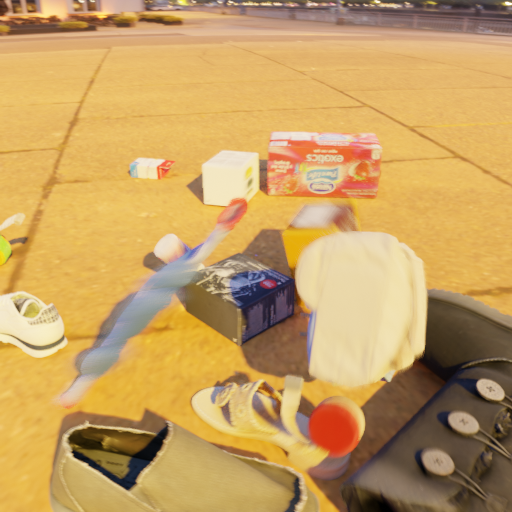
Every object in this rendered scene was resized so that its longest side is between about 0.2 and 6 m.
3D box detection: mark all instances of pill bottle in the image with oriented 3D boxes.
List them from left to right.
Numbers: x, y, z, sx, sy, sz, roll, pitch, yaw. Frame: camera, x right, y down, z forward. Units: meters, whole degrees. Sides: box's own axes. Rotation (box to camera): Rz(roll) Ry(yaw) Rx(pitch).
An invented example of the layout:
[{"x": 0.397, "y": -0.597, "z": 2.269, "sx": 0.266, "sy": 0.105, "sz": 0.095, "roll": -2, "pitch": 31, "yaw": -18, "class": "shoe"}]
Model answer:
[{"x": -1.319, "y": 0.054, "z": 9.809, "sx": 0.484, "sy": 0.870, "sz": 0.484, "roll": -27, "pitch": 38, "yaw": 24, "class": "pill bottle"}]

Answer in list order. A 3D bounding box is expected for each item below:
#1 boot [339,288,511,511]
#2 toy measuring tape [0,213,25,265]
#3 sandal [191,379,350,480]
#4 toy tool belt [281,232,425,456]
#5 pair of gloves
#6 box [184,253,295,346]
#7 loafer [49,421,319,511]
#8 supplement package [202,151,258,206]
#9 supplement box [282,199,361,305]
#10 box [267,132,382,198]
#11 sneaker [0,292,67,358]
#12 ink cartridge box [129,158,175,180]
[{"x": 2.103, "y": 1.875, "z": 6.705, "sx": 2.875, "sy": 1.145, "sz": 3.488, "roll": 15, "pitch": 38, "yaw": 39, "class": "boot"}, {"x": -4.749, "y": -0.227, "z": 10.481, "sx": 1.896, "sy": 0.697, "sz": 0.697, "roll": -22, "pitch": 16, "yaw": 30, "class": "toy measuring tape"}, {"x": 0.148, "y": 1.866, "z": 6.900, "sx": 2.238, "sy": 0.736, "sz": 0.821, "roll": 19, "pitch": 33, "yaw": 31, "class": "sandal"}, {"x": 1.220, "y": 0.955, "z": 6.755, "sx": 1.574, "sy": 2.521, "sz": 1.549, "roll": 7, "pitch": 1, "yaw": 20, "class": "toy tool belt"}, {"x": -1.422, "y": 0.589, "z": 7.643, "sx": 0.407, "sy": 2.869, "sz": 3.569, "roll": 42, "pitch": 31, "yaw": -4, "class": "pair of gloves"}, {"x": -0.275, "y": 0.659, "z": 9.179, "sx": 1.248, "sy": 0.714, "sz": 1.371, "roll": -26, "pitch": 37, "yaw": -37, "class": "box"}, {"x": -0.802, "y": 2.349, "z": 5.705, "sx": 2.892, "sy": 1.007, "sz": 1.087, "roll": 4, "pitch": 28, "yaw": 7, "class": "loafer"}, {"x": -0.590, "y": -1.878, "z": 13.563, "sx": 0.984, "sy": 0.991, "sz": 1.306, "roll": 7, "pitch": 27, "yaw": 16, "class": "supplement package"}, {"x": 1.231, "y": -0.075, "z": 9.682, "sx": 0.931, "sy": 1.383, "sz": 1.403, "roll": -2, "pitch": 26, "yaw": 25, "class": "supplement box"}, {"x": 1.672, "y": -2.312, "z": 14.088, "sx": 2.756, "sy": 1.316, "sz": 1.374, "roll": 2, "pitch": 28, "yaw": 3, "class": "box"}, {"x": -3.773, "y": 0.887, "z": 8.691, "sx": 1.981, "sy": 0.797, "sz": 0.757, "roll": 11, "pitch": 32, "yaw": 23, "class": "sneaker"}, {"x": -2.783, "y": -2.359, "z": 15.190, "sx": 1.100, "sy": 0.370, "sz": 0.639, "roll": 6, "pitch": 29, "yaw": 11, "class": "ink cartridge box"}]
